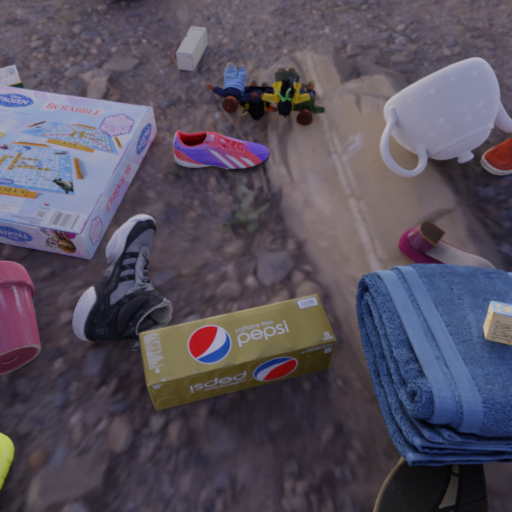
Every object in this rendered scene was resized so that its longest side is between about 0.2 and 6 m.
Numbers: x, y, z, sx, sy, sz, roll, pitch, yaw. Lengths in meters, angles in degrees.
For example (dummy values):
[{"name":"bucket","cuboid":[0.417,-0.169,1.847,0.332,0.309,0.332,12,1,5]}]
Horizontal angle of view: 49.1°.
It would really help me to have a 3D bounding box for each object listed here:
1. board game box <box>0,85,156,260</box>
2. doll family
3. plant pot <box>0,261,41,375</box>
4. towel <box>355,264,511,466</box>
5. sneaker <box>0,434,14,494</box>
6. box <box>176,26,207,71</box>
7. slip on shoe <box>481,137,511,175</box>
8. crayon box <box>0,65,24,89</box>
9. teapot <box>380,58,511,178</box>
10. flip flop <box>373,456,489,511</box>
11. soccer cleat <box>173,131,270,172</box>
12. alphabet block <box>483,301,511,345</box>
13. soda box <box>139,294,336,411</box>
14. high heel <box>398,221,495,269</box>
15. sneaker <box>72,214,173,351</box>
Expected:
[{"name":"board game box","cuboid":[-3.824,-1.617,9.858,3.248,0.668,3.240,11,53,8]},{"name":"doll family","cuboid":[0.206,-3.130,10.982,2.281,0.895,1.318,1,56,7]},{"name":"plant pot","cuboid":[-3.563,0.917,7.592,1.347,1.347,1.205,-26,72,-19]},{"name":"towel","cuboid":[3.887,1.251,6.989,4.993,1.212,2.788,1,37,-5]},{"name":"sneaker","cuboid":[-3.625,3.117,5.812,1.195,1.059,2.859,23,41,-10]},{"name":"box","cuboid":[-1.399,-4.557,12.297,0.371,0.446,1.086,11,52,9]},{"name":"slip on shoe","cuboid":[4.830,-1.993,10.252,1.740,0.532,0.644,-25,58,-16]},{"name":"crayon box","cuboid":[-5.433,-3.520,11.586,1.110,0.286,0.698,-20,55,-16]},{"name":"teapot","cuboid":[3.355,-2.352,9.881,2.114,2.086,1.544,-23,90,28]},{"name":"flip flop","cuboid":[2.035,2.607,6.584,1.161,0.824,2.862,18,39,12]},{"name":"soccer cleat","cuboid":[-0.627,-1.936,10.130,1.755,0.642,0.598,2,52,2]},{"name":"alphabet block","cuboid":[2.720,0.738,6.151,0.337,0.344,0.336,13,21,15]},{"name":"soda box","cuboid":[-0.249,1.286,7.507,2.471,0.837,0.791,-11,53,-9]},{"name":"high heel","cuboid":[3.052,0.250,8.659,0.641,0.913,1.900,-39,83,-17]},{"name":"sneaker","cuboid":[-1.668,0.398,8.151,1.203,0.798,2.115,15,62,16]}]
